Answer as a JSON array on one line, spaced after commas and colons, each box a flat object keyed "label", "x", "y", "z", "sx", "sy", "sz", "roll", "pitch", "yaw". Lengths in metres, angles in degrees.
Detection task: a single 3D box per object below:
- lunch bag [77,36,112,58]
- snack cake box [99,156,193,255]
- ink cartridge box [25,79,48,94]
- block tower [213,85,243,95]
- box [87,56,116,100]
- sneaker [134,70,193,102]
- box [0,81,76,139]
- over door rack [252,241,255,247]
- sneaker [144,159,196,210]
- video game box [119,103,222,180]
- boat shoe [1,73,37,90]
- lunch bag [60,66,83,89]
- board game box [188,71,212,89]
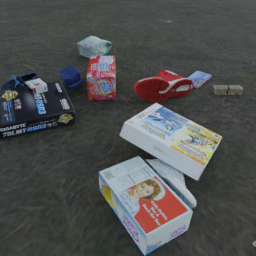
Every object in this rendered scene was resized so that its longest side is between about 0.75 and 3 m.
[{"label": "lunch bag", "x": -2.037, "y": -5.044, "z": 17.388, "sx": 1.456, "sy": 1.042, "sz": 1.709, "roll": 26, "pitch": 49, "yaw": 33}, {"label": "snack cake box", "x": 0.378, "y": 1.978, "z": 7.738, "sx": 1.425, "sy": 0.832, "sz": 2.477, "roll": -18, "pitch": 40, "yaw": -26}, {"label": "ink cartridge box", "x": -4.022, "y": -1.814, "z": 12.242, "sx": 0.703, "sy": 0.336, "sz": 0.801, "roll": -22, "pitch": 40, "yaw": -31}, {"label": "block tower", "x": 4.781, "y": -1.822, "z": 13.461, "sx": 1.318, "sy": 0.381, "sz": 0.356, "roll": 2, "pitch": 36, "yaw": 0}, {"label": "box", "x": -1.253, "y": -2.484, "z": 13.617, "sx": 1.288, "sy": 1.233, "sz": 2.583, "roll": -2, "pitch": 36, "yaw": -2}, {"label": "sneaker", "x": 1.424, "y": -2.066, "z": 13.400, "sx": 2.977, "sy": 1.166, "sz": 1.720, "roll": -2, "pitch": 25, "yaw": -24}, {"label": "box", "x": -3.994, "y": -0.913, "z": 11.896, "sx": 2.971, "sy": 0.744, "sz": 2.993, "roll": -13, "pitch": 38, "yaw": -17}, {"label": "over door rack", "x": 3.659, "y": 2.962, "z": 6.725, "sx": 1.007, "sy": 0.335, "sz": 0.744, "roll": -23, "pitch": 36, "yaw": 5}, {"label": "sneaker", "x": 1.332, "y": 1.525, "z": 8.355, "sx": 0.975, "sy": 0.834, "sz": 2.239, "roll": -14, "pitch": 36, "yaw": -24}, {"label": "video game box", "x": 1.521, "y": 0.276, "z": 9.380, "sx": 2.787, "sy": 0.652, "sz": 2.539, "roll": 29, "pitch": 32, "yaw": 17}, {"label": "boat shoe", "x": -5.318, "y": -2.308, "z": 13.664, "sx": 0.799, "sy": 0.652, "sz": 1.900, "roll": 43, "pitch": 48, "yaw": 3}, {"label": "lunch bag", "x": -2.846, "y": -2.516, "z": 14.073, "sx": 0.818, "sy": 0.797, "sz": 1.204, "roll": -30, "pitch": 44, "yaw": -12}, {"label": "board game box", "x": 3.613, "y": -2.541, "z": 14.625, "sx": 0.881, "sy": 0.166, "sz": 1.710, "roll": 23, "pitch": 42, "yaw": 31}]
